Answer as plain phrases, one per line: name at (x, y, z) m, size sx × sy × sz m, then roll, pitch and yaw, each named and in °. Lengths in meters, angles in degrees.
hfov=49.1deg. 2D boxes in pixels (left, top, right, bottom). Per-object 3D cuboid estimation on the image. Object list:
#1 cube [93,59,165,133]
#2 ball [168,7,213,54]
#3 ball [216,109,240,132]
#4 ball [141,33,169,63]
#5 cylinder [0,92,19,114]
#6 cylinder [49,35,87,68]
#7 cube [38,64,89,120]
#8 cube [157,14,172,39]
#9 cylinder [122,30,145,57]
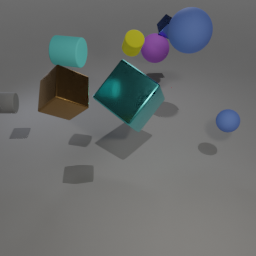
cube at (0.081, -0.901, 8.379) m, size 1.400 × 1.400 × 1.400 m, roll 38°, pitch 0°, yaw 17°
ball at (1.975, -3.099, 8.942) m, size 1.400 × 1.400 × 1.400 m, roll 0°, pitch 31°, yaw 0°
ball at (3.019, -0.218, 8.466) m, size 0.700 × 0.700 × 0.700 m, roll 0°, pitch 31°, yaw 0°
ball at (1.328, -3.916, 13.769) m, size 1.400 × 1.400 × 1.400 m, roll 0°, pitch 31°, yaw 0°
cylinder at (-4.047, -0.828, 9.235) m, size 0.700 × 0.700 × 0.700 m, roll 0°, pitch 31°, yaw -6°
cylinder at (-1.423, -1.832, 6.713) m, size 0.700 × 0.700 × 0.700 m, roll 9°, pitch 32°, yaw 12°
cube at (-1.226, -0.652, 5.354) m, size 0.700 × 0.700 × 0.700 m, roll 17°, pitch 60°, yaw -39°
cube at (1.893, -4.808, 13.333) m, size 0.700 × 0.700 × 0.700 m, roll 16°, pitch 52°, yaw -32°
cylinder at (0.177, -3.047, 10.091) m, size 0.700 × 0.700 × 0.700 m, roll -8°, pitch -11°, yaw -13°
